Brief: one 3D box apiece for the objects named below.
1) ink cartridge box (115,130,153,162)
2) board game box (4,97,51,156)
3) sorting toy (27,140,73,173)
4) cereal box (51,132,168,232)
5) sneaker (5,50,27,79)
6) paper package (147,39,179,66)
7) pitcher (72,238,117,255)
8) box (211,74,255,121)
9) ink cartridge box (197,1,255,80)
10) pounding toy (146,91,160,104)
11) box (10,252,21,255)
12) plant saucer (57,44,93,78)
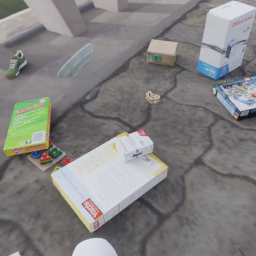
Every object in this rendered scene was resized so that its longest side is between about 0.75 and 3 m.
[{"bbox_3d":[0.179,0.540,8.558,0.971,0.406,0.700,-18,46,-20],"label":"ink cartridge box"},{"bbox_3d":[-3.464,-0.167,9.931,1.336,0.419,2.796,-11,41,-4],"label":"board game box"},{"bbox_3d":[-2.635,0.861,9.118,1.907,0.323,0.920,31,52,28],"label":"sorting toy"},{"bbox_3d":[-0.524,1.425,8.342,2.854,0.564,2.053,-30,51,-27],"label":"cereal box"},{"bbox_3d":[-5.201,-2.963,12.817,0.528,0.707,1.576,8,44,8],"label":"sneaker"},{"bbox_3d":[1.672,-3.646,13.545,1.334,0.690,1.272,11,45,10],"label":"paper package"},{"bbox_3d":[-0.522,3.213,5.815,1.107,1.566,1.826,16,36,-31],"label":"pitcher"},{"bbox_3d":[5.131,-1.358,11.263,2.838,0.535,1.938,-12,45,-12],"label":"box"},{"bbox_3d":[4.239,-3.792,12.215,1.996,2.726,1.171,-31,52,-28],"label":"ink cartridge box"},{"bbox_3d":[1.040,-1.270,11.248,0.439,0.441,0.768,-24,49,-18],"label":"pounding toy"},{"bbox_3d":[-2.236,3.625,5.537,0.890,1.274,1.674,-21,48,-20],"label":"box"},{"bbox_3d":[-1.822,-2.335,10.235,0.434,1.730,1.730,46,50,-9],"label":"plant saucer"}]
